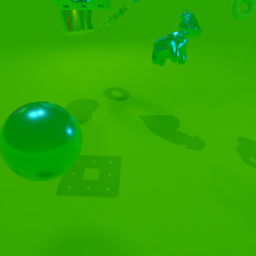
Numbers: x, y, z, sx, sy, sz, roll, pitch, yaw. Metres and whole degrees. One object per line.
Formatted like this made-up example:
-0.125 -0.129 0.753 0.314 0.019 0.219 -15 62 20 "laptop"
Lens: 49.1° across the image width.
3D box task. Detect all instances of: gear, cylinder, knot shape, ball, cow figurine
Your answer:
-0.522 -3.746 9.562 1.102 0.204 1.102 -35 19 14 "gear"
-1.582 -3.434 8.646 0.990 0.990 0.990 -7 14 2 "cylinder"
2.699 -3.220 6.427 0.557 1.206 1.129 5 -5 17 "knot shape"
-1.084 0.165 3.546 1.008 1.008 1.008 0 30 0 "ball"
1.190 -2.240 7.058 1.285 1.265 0.705 5 4 37 "cow figurine"

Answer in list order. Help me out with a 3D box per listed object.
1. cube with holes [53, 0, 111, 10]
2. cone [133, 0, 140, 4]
-0.987 -3.216 5.702 1.154 1.154 1.154 0 1 3 "cube with holes"
0.480 -3.965 7.836 1.142 1.146 1.142 31 30 -20 "cone"
